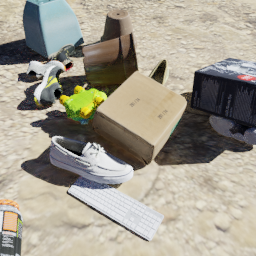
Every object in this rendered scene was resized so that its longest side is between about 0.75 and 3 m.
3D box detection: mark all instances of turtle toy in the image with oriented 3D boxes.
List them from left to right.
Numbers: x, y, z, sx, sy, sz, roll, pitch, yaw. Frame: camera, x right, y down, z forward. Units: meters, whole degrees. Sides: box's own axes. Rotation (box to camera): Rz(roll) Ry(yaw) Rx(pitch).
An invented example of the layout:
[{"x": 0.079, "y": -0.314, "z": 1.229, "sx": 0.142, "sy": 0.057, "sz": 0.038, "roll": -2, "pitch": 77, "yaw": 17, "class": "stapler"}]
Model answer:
[{"x": -1.477, "y": -0.827, "z": 10.128, "sx": 1.364, "sy": 0.946, "sz": 1.872, "roll": 30, "pitch": 52, "yaw": 26, "class": "turtle toy"}]

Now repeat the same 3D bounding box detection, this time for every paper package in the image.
[{"x": 0.434, "y": -0.377, "z": 9.134, "sx": 2.239, "sy": 1.215, "sz": 2.349, "roll": 33, "pitch": 55, "yaw": 12, "class": "paper package"}]

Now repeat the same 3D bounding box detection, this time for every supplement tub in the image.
[{"x": -3.022, "y": 2.584, "z": 6.607, "sx": 0.995, "sy": 0.995, "sz": 1.624, "roll": -8, "pitch": 44, "yaw": -9, "class": "supplement tub"}]

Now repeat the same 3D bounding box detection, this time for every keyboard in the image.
[{"x": -0.385, "y": 2.086, "z": 7.726, "sx": 2.718, "sy": 0.145, "sz": 0.765, "roll": 24, "pitch": 49, "yaw": 23, "class": "keyboard"}]

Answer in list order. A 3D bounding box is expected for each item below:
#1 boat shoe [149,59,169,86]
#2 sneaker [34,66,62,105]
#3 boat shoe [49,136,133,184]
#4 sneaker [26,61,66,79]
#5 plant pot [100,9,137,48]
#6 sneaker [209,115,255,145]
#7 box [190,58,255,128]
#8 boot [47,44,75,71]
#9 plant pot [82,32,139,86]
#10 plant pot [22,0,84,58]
[{"x": 0.978, "y": -1.566, "z": 10.702, "sx": 0.873, "sy": 0.753, "sz": 2.392, "roll": 23, "pitch": 65, "yaw": 12, "class": "boat shoe"}, {"x": -2.980, "y": -1.653, "z": 11.225, "sx": 0.888, "sy": 0.782, "sz": 2.099, "roll": 12, "pitch": 54, "yaw": 4, "class": "sneaker"}, {"x": -1.118, "y": 0.859, "z": 8.352, "sx": 2.689, "sy": 0.883, "sz": 0.967, "roll": 16, "pitch": 31, "yaw": 19, "class": "boat shoe"}, {"x": -3.558, "y": -2.419, "z": 12.086, "sx": 1.727, "sy": 0.654, "sz": 0.794, "roll": 1, "pitch": 51, "yaw": 12, "class": "sneaker"}, {"x": -0.470, "y": -4.752, "z": 13.669, "sx": 1.898, "sy": 1.655, "sz": 1.898, "roll": 0, "pitch": 46, "yaw": 0, "class": "plant pot"}, {"x": 3.820, "y": -0.155, "z": 9.669, "sx": 1.882, "sy": 0.710, "sz": 1.071, "roll": 25, "pitch": 46, "yaw": 20, "class": "sneaker"}, {"x": 3.946, "y": -1.352, "z": 9.668, "sx": 2.457, "sy": 1.405, "sz": 2.699, "roll": 22, "pitch": 34, "yaw": 37, "class": "box"}, {"x": -2.789, "y": -3.229, "z": 12.901, "sx": 1.162, "sy": 0.556, "sz": 1.539, "roll": 34, "pitch": 59, "yaw": 27, "class": "boot"}, {"x": -0.669, "y": -2.655, "z": 11.354, "sx": 2.089, "sy": 2.110, "sz": 2.110, "roll": -8, "pitch": 44, "yaw": 2, "class": "plant pot"}, {"x": -3.731, "y": -5.061, "z": 13.443, "sx": 2.209, "sy": 2.250, "sz": 2.202, "roll": -32, "pitch": 49, "yaw": -28, "class": "plant pot"}]
